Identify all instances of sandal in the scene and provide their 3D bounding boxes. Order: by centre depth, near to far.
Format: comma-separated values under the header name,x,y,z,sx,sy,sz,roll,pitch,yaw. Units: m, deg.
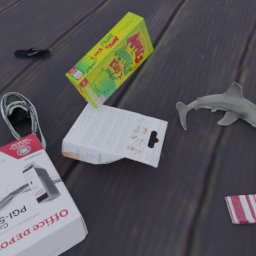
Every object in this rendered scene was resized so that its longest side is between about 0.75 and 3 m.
name,x,y,z,sx,sy,sz,roll,pitch,yaw
sandal,-3.725,-2.906,10.844,1.390,0.298,0.528,-2,50,-2

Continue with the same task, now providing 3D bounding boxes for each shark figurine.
name,x,y,z,sx,sy,sz,roll,pitch,yaw
shark figurine,2.853,-0.856,8.567,2.867,1.196,1.713,5,49,2

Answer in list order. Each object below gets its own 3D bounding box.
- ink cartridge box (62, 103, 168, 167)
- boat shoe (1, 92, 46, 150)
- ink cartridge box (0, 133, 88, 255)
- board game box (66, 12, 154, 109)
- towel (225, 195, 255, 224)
name,x,y,z,sx,sy,sz,roll,pitch,yaw
ink cartridge box,-0.283,0.250,7.832,2.487,0.623,2.017,16,39,5
boat shoe,-3.115,-0.358,8.248,0.958,0.942,2.657,-27,55,-21
ink cartridge box,-2.417,1.672,6.397,1.969,1.112,2.682,-27,54,-22
board game box,-0.419,-1.836,7.753,0.585,1.249,2.459,37,80,32
towel,2.956,1.961,6.830,0.988,0.112,0.712,-3,49,-2
